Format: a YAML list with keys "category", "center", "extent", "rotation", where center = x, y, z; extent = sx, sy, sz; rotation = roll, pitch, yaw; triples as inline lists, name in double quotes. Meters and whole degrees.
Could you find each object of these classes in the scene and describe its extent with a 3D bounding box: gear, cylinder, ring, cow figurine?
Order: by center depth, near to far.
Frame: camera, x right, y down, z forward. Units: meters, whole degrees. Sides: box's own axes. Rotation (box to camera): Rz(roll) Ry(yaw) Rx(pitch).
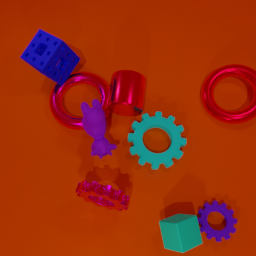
- category: "gear"
  center: [-0.673, 1.829, 7.476]
  extent: [1.446, 1.446, 0.267]
  rotation: [15, 62, 5]
- category: "gear"
  center: [2.466, 2.585, 7.795]
  extent: [1.051, 0.194, 1.051]
  rotation: [-2, 62, 4]
- category: "cow figurine"
  center: [-0.864, 0.069, 7.978]
  extent: [0.779, 1.419, 1.396]
  rotation: [-17, 53, -16]
- category: "gear"
  center: [0.879, 0.370, 8.573]
  extent: [1.738, 0.321, 1.738]
  rotation: [0, 72, -1]
- category: "cylinder"
  center: [-0.034, -1.044, 8.604]
  extent: [1.104, 1.104, 1.104]
  rotation: [6, 73, 2]
- category: "ring"
  center: [3.333, -1.091, 8.851]
  extent: [1.988, 0.398, 1.988]
  rotation: [-4, 75, 15]
- category: "ring"
  center: [-1.513, -0.902, 9.013]
  extent: [2.039, 0.408, 2.039]
  rotation: [0, 70, 0]

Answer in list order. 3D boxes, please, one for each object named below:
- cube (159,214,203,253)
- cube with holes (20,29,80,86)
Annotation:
- category: "cube"
  center: [1.369, 2.718, 7.317]
  extent: [0.730, 0.730, 0.730]
  rotation: [-8, 83, -33]
- category: "cube with holes"
  center: [-2.378, -2.163, 8.670]
  extent: [1.058, 1.058, 1.058]
  rotation: [31, 86, 26]
